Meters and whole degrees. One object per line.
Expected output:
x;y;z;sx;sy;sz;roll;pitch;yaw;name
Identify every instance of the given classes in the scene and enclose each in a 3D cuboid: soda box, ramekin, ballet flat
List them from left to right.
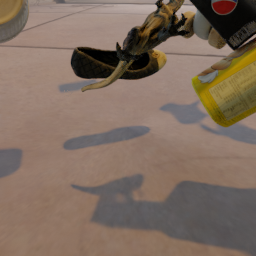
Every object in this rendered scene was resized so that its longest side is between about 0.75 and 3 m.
-2.380;-2.203;4.681;1.461;1.461;0.767;-15;12;-24;ramekin
-0.122;-1.469;6.150;2.244;0.637;0.746;-9;61;-20;ballet flat
0.960;-1.812;3.449;1.735;0.550;0.614;45;28;-12;soda box

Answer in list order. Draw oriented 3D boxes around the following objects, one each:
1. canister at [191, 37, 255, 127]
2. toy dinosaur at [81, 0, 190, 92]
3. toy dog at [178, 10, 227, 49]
2.033;-0.839;3.883;2.040;0.883;1.515;-32;-15;21;canister
0.233;-1.303;4.112;2.523;0.599;1.112;-46;18;7;toy dinosaur
2.397;-3.296;6.950;1.327;2.755;1.817;-26;72;-45;toy dog
